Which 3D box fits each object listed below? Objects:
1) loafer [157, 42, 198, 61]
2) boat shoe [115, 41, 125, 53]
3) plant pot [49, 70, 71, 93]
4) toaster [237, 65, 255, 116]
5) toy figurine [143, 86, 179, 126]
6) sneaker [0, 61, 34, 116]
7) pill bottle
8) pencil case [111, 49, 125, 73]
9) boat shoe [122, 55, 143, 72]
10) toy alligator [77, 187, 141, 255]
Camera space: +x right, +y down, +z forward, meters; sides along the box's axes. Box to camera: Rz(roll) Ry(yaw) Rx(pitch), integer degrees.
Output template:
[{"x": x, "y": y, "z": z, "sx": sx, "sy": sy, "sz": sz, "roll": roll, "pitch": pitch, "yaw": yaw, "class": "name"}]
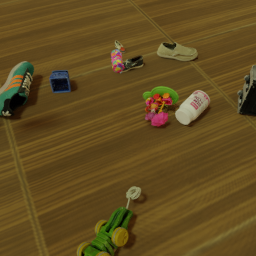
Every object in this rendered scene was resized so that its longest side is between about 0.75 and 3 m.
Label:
[{"x": 2.370, "y": -3.679, "z": 13.352, "sx": 1.935, "sy": 0.661, "sz": 0.732, "roll": 4, "pitch": 51, "yaw": 3, "class": "loafer"}, {"x": -0.401, "y": -4.025, "z": 13.892, "sx": 0.297, "sy": 0.261, "sz": 0.834, "roll": -24, "pitch": 57, "yaw": -20, "class": "boat shoe"}, {"x": -2.869, "y": -2.031, "z": 11.978, "sx": 0.802, "sy": 0.802, "sz": 0.721, "roll": -4, "pitch": 45, "yaw": -3, "class": "plant pot"}, {"x": 5.377, "y": -1.359, "z": 10.776, "sx": 1.963, "sy": 1.775, "sz": 1.165, "roll": 8, "pitch": 52, "yaw": 7, "class": "toaster"}, {"x": 1.102, "y": -0.723, "z": 10.916, "sx": 1.502, "sy": 1.128, "sz": 1.383, "roll": 2, "pitch": 58, "yaw": 29, "class": "toy figurine"}, {"x": -4.457, "y": -1.576, "z": 11.538, "sx": 1.101, "sy": 0.984, "sz": 2.756, "roll": 16, "pitch": 61, "yaw": 11, "class": "sneaker"}, {"x": 2.521, "y": -0.796, "z": 10.964, "sx": 0.787, "sy": 0.787, "sz": 1.388, "roll": 34, "pitch": 59, "yaw": 24, "class": "pill bottle"}, {"x": -0.309, "y": -1.964, "z": 8.226, "sx": 0.356, "sy": 0.356, "sz": 0.805, "roll": -7, "pitch": 50, "yaw": -5, "class": "pencil case"}, {"x": 0.004, "y": -2.979, "z": 12.911, "sx": 1.488, "sy": 0.503, "sz": 0.534, "roll": -19, "pitch": 55, "yaw": -13, "class": "boat shoe"}, {"x": -0.375, "y": 2.985, "z": 7.981, "sx": 0.982, "sy": 0.712, "sz": 2.962, "roll": 5, "pitch": 43, "yaw": 47, "class": "toy alligator"}]
